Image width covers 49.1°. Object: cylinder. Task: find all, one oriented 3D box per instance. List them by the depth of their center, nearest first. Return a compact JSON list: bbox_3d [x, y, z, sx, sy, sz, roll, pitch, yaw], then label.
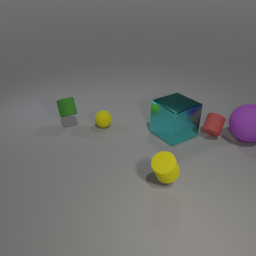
[{"bbox_3d":[1.071,1.125,7.990,0.700,0.700,0.700,-10,54,14],"label":"cylinder"},{"bbox_3d":[3.293,-0.130,10.754,0.700,0.700,0.700,23,-10,4],"label":"cylinder"},{"bbox_3d":[-2.466,-0.837,11.318,0.700,0.700,0.700,-13,4,1],"label":"cylinder"}]

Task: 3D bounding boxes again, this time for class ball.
[{"bbox_3d":[4.461,-0.181,10.304,1.400,1.400,1.400,0,29,0],"label":"ball"},{"bbox_3d":[-1.025,-0.373,11.568,0.700,0.700,0.700,0,29,0],"label":"ball"}]

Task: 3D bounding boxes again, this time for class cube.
[{"bbox_3d":[1.822,-0.381,10.857,1.400,1.400,1.400,-19,35,-30],"label":"cube"}]
